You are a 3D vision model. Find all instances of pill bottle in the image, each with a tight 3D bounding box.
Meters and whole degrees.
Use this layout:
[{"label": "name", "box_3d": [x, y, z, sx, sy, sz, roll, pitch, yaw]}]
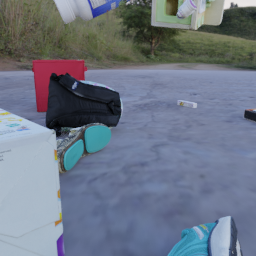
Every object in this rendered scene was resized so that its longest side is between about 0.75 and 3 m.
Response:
[{"label": "pill bottle", "box_3d": [-0.795, -3.167, 6.529, 1.848, 1.036, 1.036, -26, 17, -3]}]

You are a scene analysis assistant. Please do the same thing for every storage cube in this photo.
[{"label": "storage cube", "box_3d": [-2.855, -1.867, 11.945, 2.273, 2.043, 1.943, -3, 15, -10]}]

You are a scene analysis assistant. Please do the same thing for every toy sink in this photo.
[{"label": "toy sink", "box_3d": [1.841, -3.816, 8.619, 2.027, 1.321, 1.135, 15, 35, 21]}]

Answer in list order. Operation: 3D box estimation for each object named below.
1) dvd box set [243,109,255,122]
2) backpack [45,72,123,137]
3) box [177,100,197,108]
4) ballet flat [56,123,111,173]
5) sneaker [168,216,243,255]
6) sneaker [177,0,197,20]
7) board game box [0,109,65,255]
[{"label": "dvd box set", "box_3d": [5.546, -0.388, 9.524, 2.449, 0.360, 1.791, -5, 16, -17]}, {"label": "backpack", "box_3d": [-1.201, -0.661, 8.164, 2.127, 1.775, 1.346, 5, 10, -4]}, {"label": "box", "box_3d": [2.631, -1.075, 12.537, 0.220, 0.205, 1.060, -9, 17, -31]}, {"label": "ballet flat", "box_3d": [-1.146, 0.330, 6.079, 0.795, 0.716, 2.111, 6, 19, 22]}, {"label": "sneaker", "box_3d": [0.611, 1.388, 2.439, 0.696, 0.678, 1.749, -15, 3, 24]}, {"label": "sneaker", "box_3d": [1.509, -3.131, 7.376, 0.534, 0.401, 1.072, -36, 7, 26]}, {"label": "board game box", "box_3d": [-2.163, 0.595, 3.334, 1.534, 1.506, 2.925, -13, 19, -39]}]
